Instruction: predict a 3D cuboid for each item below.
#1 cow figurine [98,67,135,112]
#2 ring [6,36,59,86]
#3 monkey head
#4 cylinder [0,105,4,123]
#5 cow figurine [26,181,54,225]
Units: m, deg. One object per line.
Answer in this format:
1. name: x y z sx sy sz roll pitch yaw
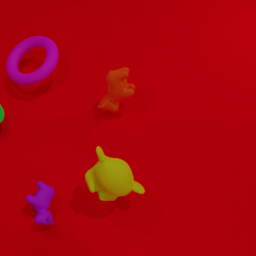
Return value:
1. cow figurine: -0.402 -1.035 7.762 1.153 1.172 0.643 -13 31 13
2. ring: -2.841 -2.004 8.310 1.681 0.336 1.681 -6 66 14
3. monkey head: -0.375 1.037 6.410 0.957 1.588 1.143 -38 24 16
4. cylinder: -3.926 -0.294 7.524 0.823 0.823 0.823 -28 59 30
5. cow figurine: -1.992 1.826 6.685 0.885 0.494 0.900 33 66 2
